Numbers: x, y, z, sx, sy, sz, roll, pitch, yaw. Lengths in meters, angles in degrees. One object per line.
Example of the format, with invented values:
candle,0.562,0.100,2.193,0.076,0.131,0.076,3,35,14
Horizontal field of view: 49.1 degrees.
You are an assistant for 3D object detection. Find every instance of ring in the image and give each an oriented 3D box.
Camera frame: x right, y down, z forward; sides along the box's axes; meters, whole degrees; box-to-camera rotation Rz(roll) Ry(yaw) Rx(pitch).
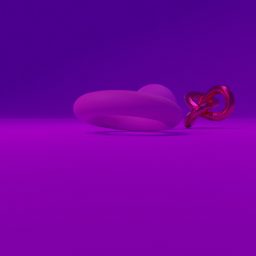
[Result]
ring,-0.002,-0.266,5.232,2.010,0.402,2.010,4,-9,1

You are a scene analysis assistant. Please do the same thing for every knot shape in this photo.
knot shape,2.039,-0.540,7.678,1.411,0.697,1.508,-42,26,-13

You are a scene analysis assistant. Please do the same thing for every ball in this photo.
ball,0.653,-0.527,6.992,1.123,1.123,1.123,0,2,0
